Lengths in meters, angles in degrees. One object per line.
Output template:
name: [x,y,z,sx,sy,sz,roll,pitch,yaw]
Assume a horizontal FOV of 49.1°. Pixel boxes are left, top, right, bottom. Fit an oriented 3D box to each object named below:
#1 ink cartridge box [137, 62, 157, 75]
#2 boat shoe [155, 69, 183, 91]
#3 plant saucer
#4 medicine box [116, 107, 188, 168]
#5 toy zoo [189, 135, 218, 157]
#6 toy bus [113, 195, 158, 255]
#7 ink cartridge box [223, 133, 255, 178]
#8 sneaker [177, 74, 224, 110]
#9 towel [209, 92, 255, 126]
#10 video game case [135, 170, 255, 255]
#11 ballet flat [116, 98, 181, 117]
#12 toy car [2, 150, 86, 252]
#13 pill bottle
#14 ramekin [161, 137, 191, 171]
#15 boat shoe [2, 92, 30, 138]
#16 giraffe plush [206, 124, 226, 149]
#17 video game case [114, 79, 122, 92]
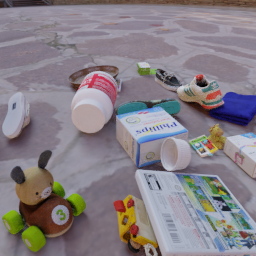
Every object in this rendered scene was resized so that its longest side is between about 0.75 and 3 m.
ink cartridge box: [1.246,-3.610,16.936,1.298,0.492,0.959,-6,31,-8]
boat shoe: [2.213,-2.639,15.021,0.817,0.756,2.213,-13,33,-20]
plant saucer: [-1.825,-2.769,15.248,2.838,0.455,2.838,-8,29,5]
medicine box: [0.776,0.244,9.850,1.840,1.040,2.020,-13,33,-20]
toy zoo: [2.680,0.668,9.869,0.666,0.104,1.015,-21,39,-10]
toy bus: [0.180,2.354,6.494,1.449,0.794,1.536,49,22,19]
ink cartridge box: [4.085,0.854,9.203,1.096,0.642,1.516,-10,33,-17]
sneaker: [3.153,-1.829,12.613,1.028,1.365,2.920,-23,25,-13]
towel: [4.807,-0.873,12.295,1.780,0.597,2.411,14,33,35]
video game case: [1.690,2.003,6.893,2.577,0.311,2.827,6,24,-15]
ballet flat: [0.813,-0.713,11.820,2.773,1.029,1.029,-3,31,-9]
toy car: [-2.096,1.528,6.732,1.566,1.984,1.630,21,36,31]
pill bottle: [-1.364,-1.086,11.505,1.659,1.659,2.956,2,31,3]
ramekin: [1.421,0.775,8.248,0.515,0.980,0.980,4,27,-24]
boat shoe: [-4.338,-0.410,11.163,0.895,0.817,2.487,-29,43,6]
giraffe plush: [3.200,0.249,10.163,0.878,0.712,0.758,8,31,14]
video game case: [-1.076,-2.323,15.063,1.414,0.184,1.553,1,30,1]
